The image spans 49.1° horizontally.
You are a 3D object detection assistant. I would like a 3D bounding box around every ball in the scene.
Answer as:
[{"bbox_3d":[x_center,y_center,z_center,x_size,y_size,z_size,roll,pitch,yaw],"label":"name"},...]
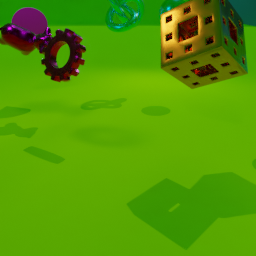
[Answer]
[{"bbox_3d":[1.526,-3.856,9.357,0.969,0.969,0.969,0,22,0],"label":"ball"}]

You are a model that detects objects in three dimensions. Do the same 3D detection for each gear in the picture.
[{"bbox_3d":[-1.490,-1.649,6.404,1.185,1.185,0.219,14,4,31],"label":"gear"}]

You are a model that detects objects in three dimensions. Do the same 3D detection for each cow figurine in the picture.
[{"bbox_3d":[-2.732,-2.419,7.615,1.401,0.769,1.379,19,-8,-34],"label":"cow figurine"}]

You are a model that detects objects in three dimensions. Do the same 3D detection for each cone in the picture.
[{"bbox_3d":[-3.384,-3.703,9.437,1.124,1.124,1.128,-9,46,-22],"label":"cone"}]

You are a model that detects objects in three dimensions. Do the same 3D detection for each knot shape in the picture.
[{"bbox_3d":[-0.196,-4.103,10.001,1.801,1.685,0.832,19,-27,-26],"label":"knot shape"}]

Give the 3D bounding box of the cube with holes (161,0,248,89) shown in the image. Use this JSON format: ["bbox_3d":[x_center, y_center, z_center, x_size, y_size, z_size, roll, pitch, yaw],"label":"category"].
[{"bbox_3d":[1.260,-1.410,4.680,1.027,1.027,1.027,-12,-21,40],"label":"cube with holes"}]

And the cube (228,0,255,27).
[{"bbox_3d":[2.437,-2.481,5.111,0.858,0.858,0.858,-35,39,-9],"label":"cube"}]
